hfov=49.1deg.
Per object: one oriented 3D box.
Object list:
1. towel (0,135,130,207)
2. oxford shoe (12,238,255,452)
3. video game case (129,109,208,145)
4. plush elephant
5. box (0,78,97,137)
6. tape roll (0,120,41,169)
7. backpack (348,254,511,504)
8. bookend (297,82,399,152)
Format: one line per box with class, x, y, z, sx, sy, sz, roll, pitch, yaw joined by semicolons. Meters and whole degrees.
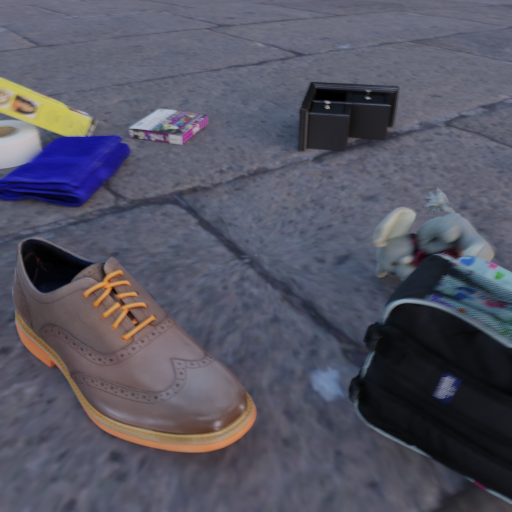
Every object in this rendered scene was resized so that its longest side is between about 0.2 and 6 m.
towel;-3.808;-1.831;11.257;1.843;0.618;2.496;6;33;9
oxford shoe;-1.610;0.882;6.294;3.729;1.359;1.329;21;38;30
video game case;-2.114;-3.180;13.701;1.401;0.277;1.546;10;34;16
plush elephant;2.297;-0.005;7.731;1.369;1.456;1.768;-26;55;9
box;-4.904;-3.269;12.330;2.549;0.639;0.959;17;15;-36
tape roll;-5.595;-2.465;12.315;1.594;0.557;1.594;0;32;0
backpack;2.250;1.198;5.279;2.205;1.958;1.660;31;44;27
bookend;2.183;-3.235;13.112;2.181;1.011;2.195;6;33;10
